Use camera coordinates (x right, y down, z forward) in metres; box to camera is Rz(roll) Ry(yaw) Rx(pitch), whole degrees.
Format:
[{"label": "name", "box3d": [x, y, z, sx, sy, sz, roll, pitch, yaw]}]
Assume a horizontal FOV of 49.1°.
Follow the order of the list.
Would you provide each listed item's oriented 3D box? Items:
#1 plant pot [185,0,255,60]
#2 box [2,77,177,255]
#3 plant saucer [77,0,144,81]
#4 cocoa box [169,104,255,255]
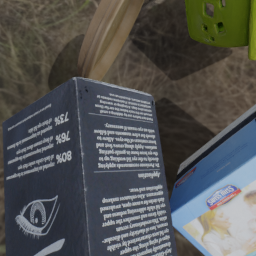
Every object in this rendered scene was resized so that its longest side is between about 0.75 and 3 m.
[{"label": "plant pot", "box3d": [2.960, -3.153, 5.857, 2.711, 2.724, 2.472, -25, 43, -9]}, {"label": "box", "box3d": [-0.687, 1.081, 4.219, 1.552, 2.202, 2.975, 6, 73, -45]}, {"label": "plant saucer", "box3d": [-0.295, -1.971, 5.560, 0.392, 2.659, 2.659, 29, 72, -1]}, {"label": "cocoa box", "box3d": [2.273, 0.869, 4.559, 1.836, 1.806, 2.753, 43, 119, -3]}]
